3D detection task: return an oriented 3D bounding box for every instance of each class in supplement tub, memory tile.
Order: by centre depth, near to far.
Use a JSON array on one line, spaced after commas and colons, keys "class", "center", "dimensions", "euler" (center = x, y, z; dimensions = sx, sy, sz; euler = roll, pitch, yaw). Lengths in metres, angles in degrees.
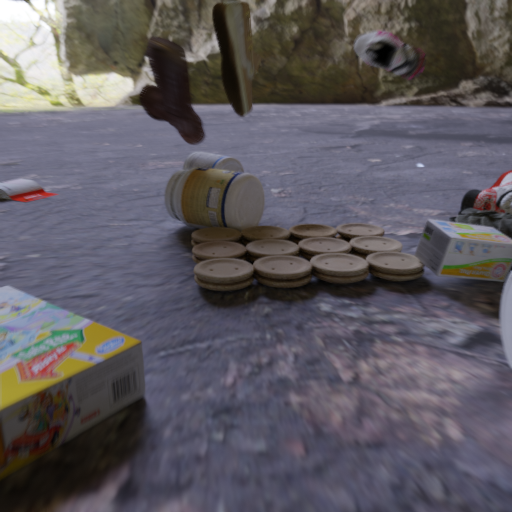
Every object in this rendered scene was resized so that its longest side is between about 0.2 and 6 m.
[{"class": "supplement tub", "center": [3.054, 0.554, 4.524], "dimensions": [1.723, 1.249, 1.249], "euler": [0, 18, -1]}, {"class": "memory tile", "center": [0.607, -0.040, 7.929], "dimensions": [3.037, 0.255, 2.328], "euler": [-2, 19, -8]}, {"class": "supplement tub", "center": [-0.705, -0.930, 9.374], "dimensions": [1.453, 1.049, 1.049], "euler": [12, 22, 30]}, {"class": "supplement tub", "center": [-0.957, -1.848, 12.504], "dimensions": [0.850, 0.850, 1.289], "euler": [-15, 22, -38]}]

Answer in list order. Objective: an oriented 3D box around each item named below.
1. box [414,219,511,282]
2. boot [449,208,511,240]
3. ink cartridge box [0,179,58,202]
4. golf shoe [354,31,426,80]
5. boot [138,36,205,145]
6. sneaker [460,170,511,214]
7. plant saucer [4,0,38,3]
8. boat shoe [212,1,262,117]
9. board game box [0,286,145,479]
[{"class": "box", "center": [2.697, -0.065, 7.180], "dimensions": [1.060, 0.537, 0.596], "euler": [5, 25, -19]}, {"class": "boot", "center": [3.529, -0.147, 7.465], "dimensions": [1.949, 1.010, 2.984], "euler": [3, 10, 24]}, {"class": "ink cartridge box", "center": [-5.080, -1.431, 12.166], "dimensions": [1.173, 0.335, 0.954], "euler": [4, 18, 27]}, {"class": "golf shoe", "center": [2.311, -3.845, 10.406], "dimensions": [0.843, 0.665, 1.832], "euler": [8, 24, -31]}, {"class": "boot", "center": [-1.666, -3.112, 9.754], "dimensions": [0.651, 2.025, 1.888], "euler": [-43, 64, -15]}, {"class": "sneaker", "center": [4.748, -0.963, 10.002], "dimensions": [2.267, 0.757, 1.215], "euler": [-20, 28, -39]}, {"class": "plant saucer", "center": [-2.469, -3.173, 5.871], "dimensions": [1.028, 1.028, 0.182], "euler": [0, -9, -1]}, {"class": "boat shoe", "center": [-0.277, -3.988, 11.401], "dimensions": [0.751, 2.262, 0.837], "euler": [-23, 35, -21]}, {"class": "board game box", "center": [-2.636, 1.104, 4.011], "dimensions": [2.051, 0.522, 3.051], "euler": [13, 22, 35]}]
